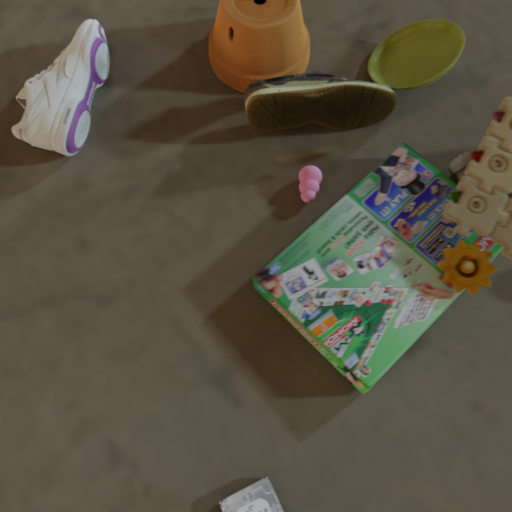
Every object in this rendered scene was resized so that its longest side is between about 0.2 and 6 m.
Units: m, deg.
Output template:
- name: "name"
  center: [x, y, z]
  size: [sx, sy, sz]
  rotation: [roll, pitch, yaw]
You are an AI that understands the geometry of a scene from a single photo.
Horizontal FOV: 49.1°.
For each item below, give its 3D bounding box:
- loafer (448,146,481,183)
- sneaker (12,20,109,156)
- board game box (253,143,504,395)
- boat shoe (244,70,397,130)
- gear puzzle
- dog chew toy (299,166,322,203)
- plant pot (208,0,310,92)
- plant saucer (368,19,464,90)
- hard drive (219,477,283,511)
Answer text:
- name: "loafer"
  center: [5.011, -1.640, 10.096]
  size: [3.053, 1.148, 1.063]
  rotation: [-16, 82, -3]
- name: "sneaker"
  center: [-3.729, -3.370, 10.681]
  size: [1.478, 1.111, 2.967]
  rotation: [10, 68, 4]
- name: "board game box"
  center: [2.190, 0.072, 9.541]
  size: [3.819, 0.556, 2.570]
  rotation: [-41, 73, -15]
- name: "boat shoe"
  center: [1.196, -3.023, 10.535]
  size: [2.923, 1.070, 0.947]
  rotation: [-3, 53, -13]
- name: "gear puzzle"
  center: [4.115, -0.831, 9.211]
  size: [1.801, 0.455, 3.477]
  rotation: [29, 80, 11]
- name: "dog chew toy"
  center: [0.967, -1.291, 10.217]
  size: [0.427, 0.427, 0.685]
  rotation: [8, 73, 3]
- name: "plant pot"
  center: [0.070, -4.448, 10.936]
  size: [2.088, 1.461, 2.088]
  rotation: [0, 69, -1]
- name: "plant saucer"
  center: [3.135, -3.879, 10.983]
  size: [1.856, 0.288, 1.856]
  rotation: [-16, 52, 21]
- name: "hard drive"
  center: [0.062, 3.974, 8.168]
  size: [0.830, 0.225, 1.189]
  rotation: [-23, 69, -10]
